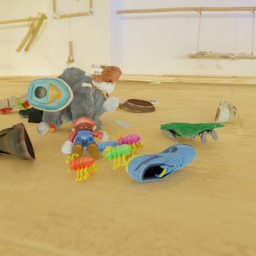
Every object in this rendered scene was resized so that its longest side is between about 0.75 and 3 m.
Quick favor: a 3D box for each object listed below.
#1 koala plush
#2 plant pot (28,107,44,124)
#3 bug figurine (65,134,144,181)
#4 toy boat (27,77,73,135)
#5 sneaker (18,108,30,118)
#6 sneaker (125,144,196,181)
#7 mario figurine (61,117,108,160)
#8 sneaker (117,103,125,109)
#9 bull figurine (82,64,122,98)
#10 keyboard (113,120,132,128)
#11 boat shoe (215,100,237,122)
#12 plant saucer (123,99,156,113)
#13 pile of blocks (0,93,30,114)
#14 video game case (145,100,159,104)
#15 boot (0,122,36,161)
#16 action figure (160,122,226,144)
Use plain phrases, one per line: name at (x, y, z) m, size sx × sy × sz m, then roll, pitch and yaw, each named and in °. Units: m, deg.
koala plush at (-1.720, -1.062, 11.583) m, size 2.452 × 2.541 × 2.765 m, roll 7°, pitch 4°, yaw 23°
plant pot at (-4.000, -0.625, 12.661) m, size 0.779 × 0.691 × 0.777 m, roll 6°, pitch 16°, yaw 18°
bug figurine at (-0.527, 0.622, 7.351) m, size 1.724 × 0.572 × 2.224 m, roll -16°, pitch 7°, yaw 21°
toy boat at (-2.579, -0.725, 9.055) m, size 1.583 × 1.884 × 0.875 m, roll 2°, pitch -2°, yaw 11°
sneaker at (-4.492, -0.849, 13.537) m, size 1.692 × 0.693 × 0.619 m, roll 2°, pitch 15°, yaw 9°
sneaker at (0.961, 0.898, 6.758) m, size 2.030 × 0.669 × 0.796 m, roll -10°, pitch 21°, yaw -27°
mario figurine at (-1.299, 0.458, 8.748) m, size 1.223 × 1.050 × 1.981 m, roll 32°, pitch 16°, yaw -19°
sneaker at (-0.533, -1.291, 15.952) m, size 0.980 × 0.367 × 0.441 m, roll 4°, pitch 21°, yaw 12°
bull figurine at (-0.784, -1.547, 8.854) m, size 1.086 × 0.583 × 1.790 m, roll 16°, pitch 31°, yaw 8°
keyboard at (-0.263, -0.179, 12.154) m, size 0.363 × 0.069 × 1.288 m, roll -7°, pitch 15°, yaw -24°
boat shoe at (4.541, -0.706, 12.847) m, size 0.817 × 0.910 × 2.460 m, roll 15°, pitch 23°, yaw 19°
plant saucer at (0.628, -1.271, 15.372) m, size 1.849 × 0.318 × 1.849 m, roll 7°, pitch 20°, yaw -3°
pile of blocks at (-6.073, -1.067, 14.664) m, size 2.635 × 1.082 × 0.819 m, roll -13°, pitch 60°, yaw -13°
video game case at (1.490, -1.685, 18.048) m, size 0.930 × 0.109 × 0.846 m, roll 0°, pitch 14°, yaw 1°
boot at (-3.415, 0.555, 7.799) m, size 1.371 × 1.057 × 2.830 m, roll -19°, pitch 13°, yaw -20°
action figure at (1.923, 0.110, 9.768) m, size 1.482 × 0.686 × 2.510 m, roll -9°, pitch 10°, yaw -28°
